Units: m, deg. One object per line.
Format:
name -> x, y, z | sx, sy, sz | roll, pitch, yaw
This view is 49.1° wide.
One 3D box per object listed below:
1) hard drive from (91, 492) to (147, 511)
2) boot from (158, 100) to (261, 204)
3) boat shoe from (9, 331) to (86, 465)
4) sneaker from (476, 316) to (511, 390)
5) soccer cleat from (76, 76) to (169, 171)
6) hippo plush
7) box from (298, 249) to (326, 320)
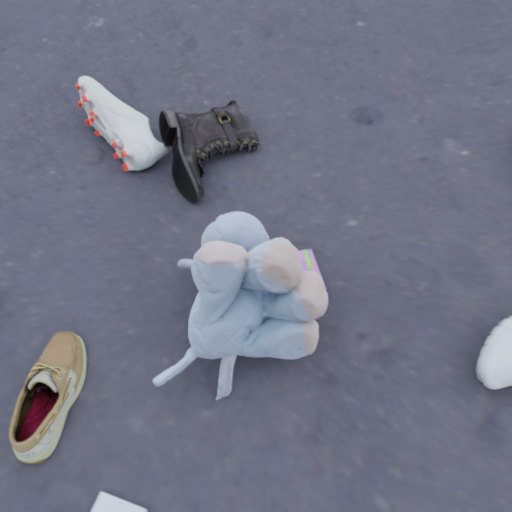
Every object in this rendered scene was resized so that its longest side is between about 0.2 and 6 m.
hard drive -> -1.946, 3.683, 7.214 | 0.690, 0.137, 1.046 | 16, 55, 11
boot -> -0.771, -2.143, 11.044 | 1.908, 0.759, 2.192 | -11, 72, -26
boat shoe -> -3.010, 1.930, 8.153 | 0.746, 0.669, 2.017 | 2, 53, 2
sneaker -> 4.413, 1.309, 8.163 | 2.504, 0.933, 1.091 | -25, 29, -5
soccer cleat -> -2.796, -2.761, 11.495 | 1.018, 0.909, 2.624 | -28, 67, -26
hippo plush -> -0.148, 0.538, 8.652 | 2.131, 2.675, 2.151 | 15, 26, -12
box -> 0.754, 0.497, 9.047 | 0.443, 0.916, 0.806 | -10, 54, -9
